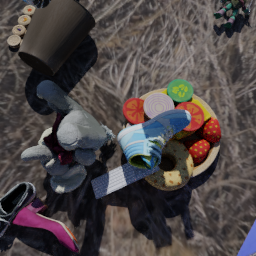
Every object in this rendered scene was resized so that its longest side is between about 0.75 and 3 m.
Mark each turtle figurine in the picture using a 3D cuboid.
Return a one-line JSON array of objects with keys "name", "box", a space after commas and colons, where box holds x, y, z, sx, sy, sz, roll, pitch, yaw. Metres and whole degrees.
[{"name": "turtle figurine", "box": [3.687, -4.240, 9.666, 1.117, 0.751, 1.493, 37, 80, 12]}]

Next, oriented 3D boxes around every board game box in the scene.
[{"name": "board game box", "box": [4.089, 3.158, 6.216, 2.638, 1.277, 2.103, 44, 47, 14]}]

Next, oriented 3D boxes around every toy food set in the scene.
[{"name": "toy food set", "box": [1.211, 0.078, 8.069, 2.940, 0.715, 2.910, -34, 73, -11]}]

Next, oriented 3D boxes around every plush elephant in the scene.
[{"name": "plush elephant", "box": [-1.734, 0.437, 7.353, 2.061, 2.662, 2.192, -41, 60, 9]}]

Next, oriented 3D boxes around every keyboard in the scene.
[{"name": "keyboard", "box": [-0.116, 1.287, 7.547, 1.958, 0.104, 0.551, -28, 60, 15]}]

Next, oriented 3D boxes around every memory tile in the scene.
[{"name": "memory tile", "box": [-3.226, -3.432, 9.644, 1.384, 0.152, 1.806, 14, 71, 5]}]

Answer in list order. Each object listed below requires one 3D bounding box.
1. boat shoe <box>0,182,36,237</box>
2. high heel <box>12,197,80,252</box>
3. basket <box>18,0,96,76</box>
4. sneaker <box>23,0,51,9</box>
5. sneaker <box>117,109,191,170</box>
[{"name": "boat shoe", "box": [-3.281, 2.230, 7.309, 1.999, 0.683, 0.738, -42, 75, -14]}, {"name": "high heel", "box": [-2.090, 2.698, 7.191, 1.872, 0.631, 0.900, 37, 70, 25]}, {"name": "basket", "box": [-2.348, -2.870, 8.797, 1.942, 1.465, 2.154, 26, 76, -5]}, {"name": "sneaker", "box": [-1.952, -3.758, 6.349, 1.024, 0.892, 2.277, 21, 62, 7]}, {"name": "sneaker", "box": [0.813, 0.371, 7.121, 2.048, 0.815, 1.337, -24, 41, 5]}]
